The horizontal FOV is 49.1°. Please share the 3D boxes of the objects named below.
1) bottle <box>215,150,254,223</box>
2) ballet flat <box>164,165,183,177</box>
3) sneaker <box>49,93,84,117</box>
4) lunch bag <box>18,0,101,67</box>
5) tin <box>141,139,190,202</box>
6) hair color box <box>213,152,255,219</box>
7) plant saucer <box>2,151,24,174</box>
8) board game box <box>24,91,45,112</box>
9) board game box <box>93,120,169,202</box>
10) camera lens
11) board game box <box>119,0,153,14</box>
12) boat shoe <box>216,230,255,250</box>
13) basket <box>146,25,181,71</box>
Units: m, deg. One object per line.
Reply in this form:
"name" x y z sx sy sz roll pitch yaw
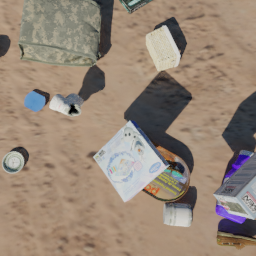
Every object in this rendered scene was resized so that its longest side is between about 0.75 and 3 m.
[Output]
"bottle" 3.630 1.872 9.165 0.954 0.746 2.285 22 78 5
"ballet flat" 1.435 1.348 9.111 0.788 0.267 0.285 16 57 7
"sneaker" -1.809 -0.668 9.120 0.829 1.667 0.650 33 108 11
"lunch bag" -2.284 -3.427 9.886 2.722 1.600 2.232 6 78 -16
"tin" 0.676 1.331 9.401 2.878 0.603 1.612 31 75 6
"hair color box" 3.527 1.248 7.395 2.399 1.188 0.727 -39 88 -13
"plant saucer" -3.912 1.186 9.610 0.758 0.190 0.758 0 78 0
"board game box" -3.349 -0.932 10.123 0.803 0.156 0.634 26 83 11
"board game box" 0.045 0.912 7.727 1.602 0.348 1.595 -44 69 19
"camera lens" 1.600 2.770 8.982 0.880 0.704 0.704 4 77 1
"board game box" 0.559 -5.650 11.111 2.204 0.310 1.491 -34 79 -7
"boat shoe" 3.512 3.625 8.943 1.347 0.485 0.458 7 80 12
"basket" 1.242 -2.850 10.186 0.827 0.908 1.340 -21 78 -1
